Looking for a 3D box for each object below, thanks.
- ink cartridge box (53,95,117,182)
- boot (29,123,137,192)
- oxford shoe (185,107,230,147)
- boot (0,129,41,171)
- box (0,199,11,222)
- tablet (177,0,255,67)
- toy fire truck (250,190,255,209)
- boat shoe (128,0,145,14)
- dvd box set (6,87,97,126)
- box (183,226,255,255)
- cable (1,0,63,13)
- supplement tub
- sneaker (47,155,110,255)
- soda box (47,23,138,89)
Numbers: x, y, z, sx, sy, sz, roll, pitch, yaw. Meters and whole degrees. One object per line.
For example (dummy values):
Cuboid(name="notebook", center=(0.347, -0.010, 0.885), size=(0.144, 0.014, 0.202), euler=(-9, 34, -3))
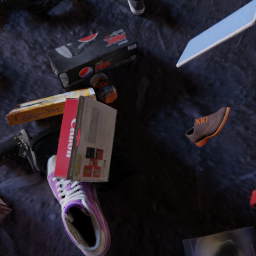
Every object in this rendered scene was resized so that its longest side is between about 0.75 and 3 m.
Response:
Cuboid(name="ink cartridge box", center=(-1.015, 0.270, 6.254), size=(0.743, 1.555, 1.771), euler=(3, 81, 27))
Cuboid(name="boot", center=(-1.086, 0.759, 7.137), size=(2.288, 0.874, 1.922), euler=(-17, 65, -29))
Cuboid(name="oxford shoe", center=(1.189, -0.037, 4.236), size=(0.331, 0.914, 0.325), euler=(29, 49, -2))
Cuboid(name="boot", center=(-2.981, 0.753, 7.525), size=(1.013, 0.492, 1.345), euler=(-26, 66, -12))
Cuboid(name="box", center=(-3.980, 2.381, 6.711), size=(1.016, 0.761, 2.030), euler=(39, 71, 15))
Cuboid(name="tablet", center=(2.192, -2.291, 6.847), size=(0.145, 2.129, 1.385), euler=(46, 49, -18))
Cuboid(name="toy fire truck", center=(4.855, 1.683, 7.007), size=(2.965, 0.723, 2.091), euler=(25, 70, 9))
Cuboid(name="boat shoe", center=(0.104, -4.856, 9.845), size=(0.643, 0.609, 1.840), euler=(-15, 68, -6))
Cuboid(name="dvd box set", center=(-1.973, -0.639, 7.610), size=(2.214, 1.620, 0.326), euler=(-14, 107, -5))
Cuboid(name="box", center=(2.200, 3.153, 6.276), size=(1.509, 0.938, 1.522), euler=(-11, 67, -3))
Cuboid(name="cable", center=(-3.271, -4.888, 9.964), size=(2.258, 0.574, 1.843), euler=(7, 62, 5))
Cuboid(name="supplement tub", center=(-0.707, -1.182, 8.338), size=(0.521, 0.521, 0.851), euler=(-31, 70, -12))
Cuboid(name="sneaker", center=(-1.233, 1.573, 6.558), size=(1.026, 1.614, 2.831), euler=(-30, 65, -11))
Cuboid(name="soda box", center=(-1.046, -2.234, 8.613), size=(2.624, 0.831, 0.928), euler=(-25, 69, -11))
